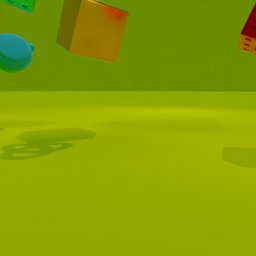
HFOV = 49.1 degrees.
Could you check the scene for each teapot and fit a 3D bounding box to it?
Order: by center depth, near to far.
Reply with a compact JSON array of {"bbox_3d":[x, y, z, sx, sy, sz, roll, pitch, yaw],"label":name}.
[{"bbox_3d":[-3.342,-2.009,7.844,1.775,1.104,0.869,-39,3,-40],"label":"teapot"}]

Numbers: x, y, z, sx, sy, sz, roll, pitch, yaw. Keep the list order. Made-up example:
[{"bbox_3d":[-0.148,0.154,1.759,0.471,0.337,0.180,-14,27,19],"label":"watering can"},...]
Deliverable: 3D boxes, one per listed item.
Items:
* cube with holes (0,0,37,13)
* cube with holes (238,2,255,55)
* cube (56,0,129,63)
[{"bbox_3d":[-2.366,-3.253,5.932,0.932,0.932,0.932,17,-15,-14],"label":"cube with holes"},{"bbox_3d":[2.755,-1.887,5.181,0.982,0.982,0.982,27,9,17],"label":"cube with holes"},{"bbox_3d":[-0.991,-2.669,7.489,1.344,1.344,1.344,5,23,-32],"label":"cube"}]
